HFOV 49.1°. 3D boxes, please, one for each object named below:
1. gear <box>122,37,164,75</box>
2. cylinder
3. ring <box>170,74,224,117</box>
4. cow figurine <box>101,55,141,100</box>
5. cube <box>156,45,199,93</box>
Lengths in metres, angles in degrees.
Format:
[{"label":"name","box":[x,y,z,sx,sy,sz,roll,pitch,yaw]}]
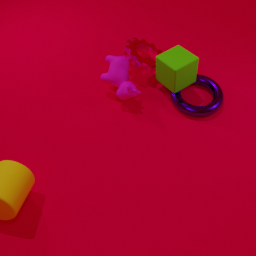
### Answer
[{"label":"gear","box":[0.570,-2.380,9.250,1.517,0.281,1.517,16,47,-17]},{"label":"cylinder","box":[-2.782,1.406,6.364,0.975,0.975,0.975,9,40,6]},{"label":"ring","box":[2.121,-1.035,8.654,1.641,0.328,1.641,0,56,0]},{"label":"cow figurine","box":[-0.157,-1.536,8.472,1.312,0.732,1.333,14,90,28]},{"label":"cube","box":[1.456,-1.771,8.421,0.892,0.892,0.892,-31,54,-18]}]
